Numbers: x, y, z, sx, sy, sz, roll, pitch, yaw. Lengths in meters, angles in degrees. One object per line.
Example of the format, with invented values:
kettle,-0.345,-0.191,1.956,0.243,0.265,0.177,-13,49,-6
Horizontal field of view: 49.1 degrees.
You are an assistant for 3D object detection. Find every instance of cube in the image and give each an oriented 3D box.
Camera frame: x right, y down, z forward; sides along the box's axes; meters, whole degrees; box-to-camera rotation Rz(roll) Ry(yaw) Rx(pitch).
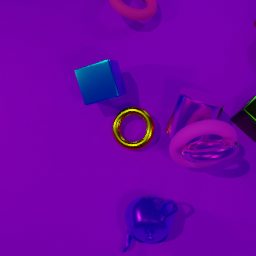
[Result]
cube,-0.703,-1.227,7.539,0.976,0.976,0.976,-14,98,14
cube,3.589,-0.349,7.576,0.968,0.968,0.968,-43,80,-10

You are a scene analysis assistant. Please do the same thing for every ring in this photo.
ring,0.141,0.007,7.700,1.208,0.242,1.208,0,88,14
ring,1.743,0.473,5.997,1.210,1.210,0.242,-11,98,-3
ring,0.153,-3.879,8.498,1.563,0.313,1.563,9,59,-15
ring,1.764,0.411,6.602,1.597,1.597,0.319,-6,47,-2

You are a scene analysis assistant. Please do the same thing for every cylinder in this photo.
cylinder,1.684,-0.279,7.202,1.176,1.176,1.176,19,115,5

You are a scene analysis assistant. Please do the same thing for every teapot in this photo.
teapot,0.481,2.319,6.746,1.239,0.976,1.993,34,120,-18

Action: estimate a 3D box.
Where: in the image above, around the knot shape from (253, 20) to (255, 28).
knot shape,4.143,-2.673,8.031,1.394,0.688,1.490,16,81,-32
